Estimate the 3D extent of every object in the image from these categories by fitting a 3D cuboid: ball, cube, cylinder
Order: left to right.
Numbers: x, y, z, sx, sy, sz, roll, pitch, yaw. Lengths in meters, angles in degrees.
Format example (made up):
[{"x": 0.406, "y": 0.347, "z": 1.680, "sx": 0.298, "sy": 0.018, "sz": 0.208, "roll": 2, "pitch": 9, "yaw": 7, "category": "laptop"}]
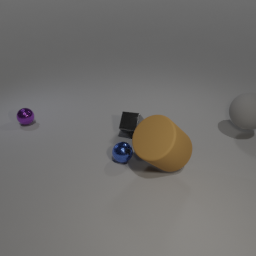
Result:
[{"x": -4.228, "y": -0.481, "z": 11.556, "sx": 0.700, "sy": 0.700, "sz": 0.700, "roll": 0, "pitch": 31, "yaw": 0, "category": "ball"}, {"x": -0.185, "y": 0.808, "z": 9.364, "sx": 0.700, "sy": 0.700, "sz": 0.700, "roll": 0, "pitch": 31, "yaw": 0, "category": "ball"}, {"x": 0.139, "y": -0.170, "z": 10.694, "sx": 0.700, "sy": 0.700, "sz": 0.700, "roll": 7, "pitch": -13, "yaw": 19, "category": "cube"}, {"x": 1.058, "y": 0.488, "z": 8.483, "sx": 1.400, "sy": 1.400, "sz": 1.400, "roll": 28, "pitch": -4, "yaw": 38, "category": "cylinder"}, {"x": 4.475, "y": -0.620, "z": 10.352, "sx": 1.400, "sy": 1.400, "sz": 1.400, "roll": 0, "pitch": 31, "yaw": 0, "category": "ball"}]
